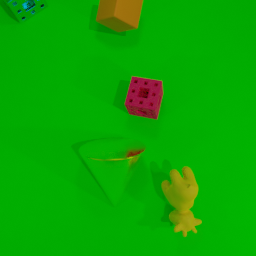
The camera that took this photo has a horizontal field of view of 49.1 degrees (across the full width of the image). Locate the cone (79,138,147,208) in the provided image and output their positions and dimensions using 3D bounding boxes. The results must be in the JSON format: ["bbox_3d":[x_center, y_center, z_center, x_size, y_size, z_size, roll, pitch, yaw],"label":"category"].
[{"bbox_3d":[-0.352,1.272,7.048,1.648,1.648,1.655,-1,105,0],"label":"cone"}]

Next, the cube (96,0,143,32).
[{"bbox_3d":[-0.229,-3.166,7.509,0.832,0.832,0.832,11,90,-42],"label":"cube"}]

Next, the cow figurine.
[{"bbox_3d":[1.332,1.779,6.689,0.762,1.389,1.366,-11,59,-18],"label":"cow figurine"}]

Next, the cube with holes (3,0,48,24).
[{"bbox_3d":[-3.098,-3.870,8.016,0.990,0.990,0.990,-37,81,-7],"label":"cube with holes"}]

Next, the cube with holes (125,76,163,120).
[{"bbox_3d":[0.445,-0.777,7.367,0.790,0.790,0.790,11,76,12],"label":"cube with holes"}]
